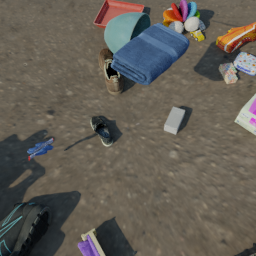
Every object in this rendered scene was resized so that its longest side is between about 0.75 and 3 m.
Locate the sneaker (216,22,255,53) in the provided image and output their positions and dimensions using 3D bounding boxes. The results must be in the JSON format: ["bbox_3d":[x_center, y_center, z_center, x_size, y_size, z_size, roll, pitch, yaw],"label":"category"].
[{"bbox_3d":[4.718,-3.955,11.659,2.360,0.861,0.910,-25,54,-18],"label":"sneaker"}]

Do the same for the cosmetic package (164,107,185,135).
[{"bbox_3d":[1.577,-0.258,9.479,0.462,0.390,0.865,22,62,15],"label":"cosmetic package"}]

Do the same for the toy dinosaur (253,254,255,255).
[{"bbox_3d":[3.444,3.314,6.220,1.643,1.237,2.421,4,25,-14],"label":"toy dinosaur"}]

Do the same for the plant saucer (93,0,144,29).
[{"bbox_3d":[-0.374,-5.001,12.636,1.890,0.347,1.893,12,57,8],"label":"plant saucer"}]

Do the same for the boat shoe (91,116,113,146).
[{"bbox_3d":[-0.888,0.008,9.264,0.474,0.421,1.268,-20,59,-13],"label":"boat shoe"}]

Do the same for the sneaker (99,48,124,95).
[{"bbox_3d":[-0.607,-2.369,10.564,0.821,0.881,2.332,-13,58,-8],"label":"sneaker"}]

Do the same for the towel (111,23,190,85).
[{"bbox_3d":[0.673,-2.047,7.676,1.301,0.565,2.330,34,52,15],"label":"towel"}]

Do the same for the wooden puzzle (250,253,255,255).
[{"bbox_3d":[3.636,4.359,6.301,2.740,0.551,2.962,-17,58,-12],"label":"wooden puzzle"}]

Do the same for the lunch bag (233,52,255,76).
[{"bbox_3d":[4.650,-2.503,10.966,1.006,0.380,0.806,30,63,17],"label":"lunch bag"}]

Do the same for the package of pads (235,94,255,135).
[{"bbox_3d":[5.220,-0.591,9.372,2.035,0.898,2.634,38,64,22],"label":"package of pads"}]

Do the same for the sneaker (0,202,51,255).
[{"bbox_3d":[-3.033,3.098,7.004,1.095,1.041,2.762,12,48,19],"label":"sneaker"}]

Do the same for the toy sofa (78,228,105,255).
[{"bbox_3d":[-0.805,3.238,7.079,0.587,0.498,1.203,-27,60,-18],"label":"toy sofa"}]

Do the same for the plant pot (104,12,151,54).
[{"bbox_3d":[-0.123,-3.534,10.718,1.307,1.941,1.941,23,59,17],"label":"plant pot"}]

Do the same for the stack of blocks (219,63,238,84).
[{"bbox_3d":[3.898,-2.105,10.771,0.482,0.245,0.837,-10,57,-6],"label":"stack of blocks"}]

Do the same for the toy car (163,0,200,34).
[{"bbox_3d":[2.267,-4.841,11.940,1.607,1.205,1.406,-13,56,4],"label":"toy car"}]

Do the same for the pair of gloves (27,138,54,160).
[{"bbox_3d":[-2.458,0.606,7.933,0.793,0.987,0.112,-29,77,-29],"label":"pair of gloves"}]

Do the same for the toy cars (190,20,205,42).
[{"bbox_3d":[3.070,-4.338,12.214,0.624,0.308,1.393,10,57,6],"label":"toy cars"}]
